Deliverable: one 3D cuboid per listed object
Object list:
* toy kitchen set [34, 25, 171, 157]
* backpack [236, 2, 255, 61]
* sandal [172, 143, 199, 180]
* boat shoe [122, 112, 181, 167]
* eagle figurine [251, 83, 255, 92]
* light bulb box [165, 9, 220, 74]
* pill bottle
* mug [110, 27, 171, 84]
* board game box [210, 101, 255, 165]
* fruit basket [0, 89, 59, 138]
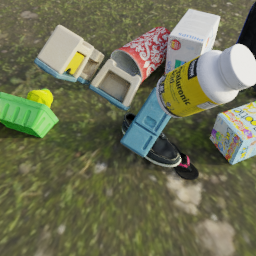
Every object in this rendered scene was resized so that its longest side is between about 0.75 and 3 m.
[{"bbox_3d":[-0.366,-0.516,5.190,2.334,1.870,1.375,32,98,4],"label":"toy kitchen set"},{"bbox_3d":[3.007,-1.623,5.679,1.146,1.560,1.428,4,27,-39],"label":"backpack"},{"bbox_3d":[1.422,0.868,7.707,0.513,0.308,1.367,-23,53,-19],"label":"sandal"},{"bbox_3d":[0.604,0.230,7.863,0.819,0.727,2.191,-27,48,-22],"label":"boat shoe"},{"bbox_3d":[5.580,-1.815,9.182,2.535,1.913,1.923,15,21,36],"label":"eagle figurine"},{"bbox_3d":[2.218,-2.781,9.818,1.172,1.861,1.877,21,54,18],"label":"light bulb box"},{"bbox_3d":[1.003,-0.596,3.700,0.695,1.248,0.695,9,73,-32],"label":"pill bottle"},{"bbox_3d":[0.442,-2.717,10.001,1.879,1.413,2.117,33,59,28],"label":"mug"},{"bbox_3d":[3.586,0.005,7.926,2.081,1.091,1.072,-18,51,-16],"label":"board game box"},{"bbox_3d":[-2.919,-0.679,8.550,1.774,1.279,1.774,-2,66,5],"label":"fruit basket"}]
